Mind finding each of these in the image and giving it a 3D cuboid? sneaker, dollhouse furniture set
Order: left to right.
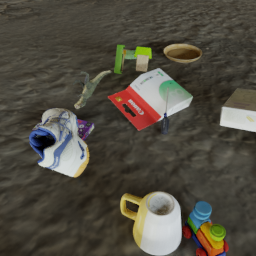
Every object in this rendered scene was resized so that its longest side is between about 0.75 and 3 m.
[{"bbox_3d":[-2.117,0.116,7.874,1.311,1.120,2.975,21,17,-37],"label":"sneaker"},{"bbox_3d":[0.234,-3.599,15.245,1.827,1.400,2.790,5,11,-3],"label":"dollhouse furniture set"}]

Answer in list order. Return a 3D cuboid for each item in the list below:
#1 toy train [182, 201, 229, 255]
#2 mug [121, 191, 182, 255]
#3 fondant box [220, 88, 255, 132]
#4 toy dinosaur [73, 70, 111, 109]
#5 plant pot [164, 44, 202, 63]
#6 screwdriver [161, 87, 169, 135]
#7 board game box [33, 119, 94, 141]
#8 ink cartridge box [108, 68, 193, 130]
[{"bbox_3d":[2.191,2.870,6.975,0.843,1.152,1.990,-15,42,-17],"label":"toy train"},{"bbox_3d":[0.647,2.402,7.381,1.666,1.368,1.334,-2,40,-1],"label":"mug"},{"bbox_3d":[4.998,-0.739,10.992,2.009,0.811,2.784,13,29,28],"label":"fondant box"},{"bbox_3d":[-1.663,-1.780,11.372,0.936,2.125,0.504,39,19,-9],"label":"toy dinosaur"},{"bbox_3d":[3.196,-4.355,16.413,2.226,0.306,2.226,-1,40,1],"label":"plant pot"},{"bbox_3d":[1.538,-0.759,11.520,0.335,0.321,2.302,-24,48,38],"label":"screwdriver"},{"bbox_3d":[-2.553,0.017,11.135,2.079,0.336,1.248,13,37,16],"label":"board game box"},{"bbox_3d":[0.966,-1.372,12.194,2.908,0.728,2.340,-24,56,-29],"label":"ink cartridge box"}]
